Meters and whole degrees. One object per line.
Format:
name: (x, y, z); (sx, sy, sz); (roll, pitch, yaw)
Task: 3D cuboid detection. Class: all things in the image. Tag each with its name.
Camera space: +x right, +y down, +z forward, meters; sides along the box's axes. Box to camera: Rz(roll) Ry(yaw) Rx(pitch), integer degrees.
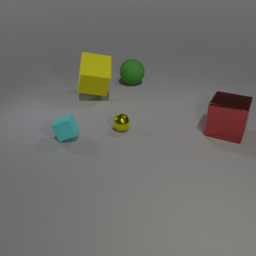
ball: (0.229, -3.138, 15.592); (1.400, 1.400, 1.400); (0, 30, 0)
ball: (-0.254, -0.223, 11.200); (0.700, 0.700, 0.700); (0, 30, 0)
cube: (-2.341, -0.023, 10.556); (0.700, 0.700, 0.700); (-18, 23, 8)
cube: (-1.605, -2.555, 13.402); (1.400, 1.400, 1.400); (6, 59, -12)
cube: (3.903, -0.457, 10.912); (1.400, 1.400, 1.400); (14, 33, 24)
